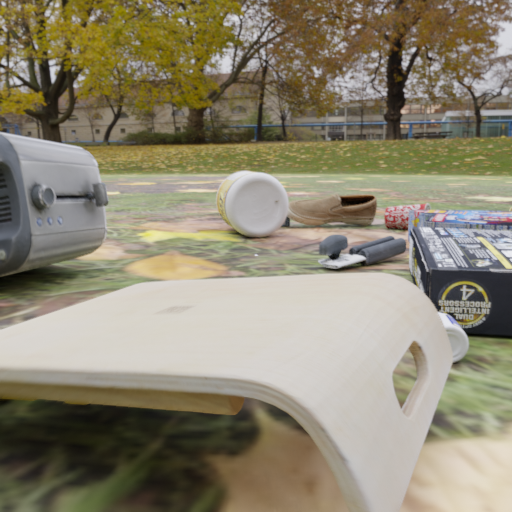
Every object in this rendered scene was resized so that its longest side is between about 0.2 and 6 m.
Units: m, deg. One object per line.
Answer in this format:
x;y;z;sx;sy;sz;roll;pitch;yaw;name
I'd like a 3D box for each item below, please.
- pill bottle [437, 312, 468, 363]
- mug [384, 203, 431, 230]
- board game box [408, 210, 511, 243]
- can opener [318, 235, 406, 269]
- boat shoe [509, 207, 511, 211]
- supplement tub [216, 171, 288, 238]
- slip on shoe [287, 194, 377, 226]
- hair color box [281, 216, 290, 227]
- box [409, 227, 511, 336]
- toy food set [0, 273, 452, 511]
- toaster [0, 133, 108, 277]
1.607;0.684;4.857;0.335;0.335;0.560;1;11;8;pill bottle
3.479;-0.797;12.807;0.933;0.828;0.622;1;46;30;mug
3.677;-0.396;9.817;2.209;0.682;2.211;4;11;26;board game box
1.663;-0.148;8.726;1.666;0.557;0.444;-16;19;-33;can opener
5.316;-0.644;10.863;2.388;0.793;0.884;8;13;39;boat shoe
-0.148;-1.157;12.162;1.333;1.333;1.846;-2;10;-13;supplement tub
1.803;-1.164;13.253;2.220;0.673;0.844;5;40;-9;slip on shoe
0.203;-0.942;13.672;0.620;0.379;1.252;-6;12;-36;hair color box
3.072;0.188;6.473;2.419;0.737;3.001;0;10;12;box
-0.452;0.764;3.476;2.968;0.897;2.130;-4;7;27;toy food set
-3.652;-0.609;7.776;3.217;1.828;2.078;-7;3;25;toaster
